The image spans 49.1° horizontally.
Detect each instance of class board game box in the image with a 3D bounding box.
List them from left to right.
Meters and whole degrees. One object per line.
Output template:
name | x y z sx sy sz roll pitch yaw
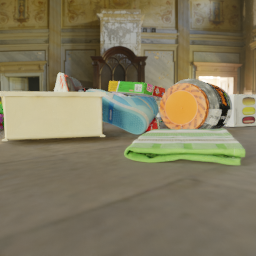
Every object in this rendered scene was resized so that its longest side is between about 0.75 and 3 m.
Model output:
board game box | 0.298 -1.127 8.271 1.137 0.300 1.487 8 5 29

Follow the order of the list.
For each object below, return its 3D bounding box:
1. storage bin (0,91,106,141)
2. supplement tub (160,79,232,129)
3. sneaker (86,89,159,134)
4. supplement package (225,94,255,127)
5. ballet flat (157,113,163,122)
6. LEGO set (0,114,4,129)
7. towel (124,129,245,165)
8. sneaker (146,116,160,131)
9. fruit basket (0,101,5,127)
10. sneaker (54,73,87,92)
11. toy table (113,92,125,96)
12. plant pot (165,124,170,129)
storage bin | -2.029 -0.305 7.599 2.410 1.129 2.392 -3 2 -18
supplement tub | 2.150 -0.614 8.712 1.705 1.705 2.783 3 5 30
sneaker | -0.121 -0.793 9.461 2.505 0.996 1.636 30 40 19
supplement package | 5.092 -0.799 12.771 2.528 1.438 1.385 -4 4 -30
ballet flat | 1.759 -0.633 16.568 0.557 0.557 1.550 0 5 3
LEGO set | -4.488 -0.473 11.818 0.874 0.940 2.291 5 7 43
towel | 1.131 0.350 5.600 1.950 0.401 2.614 -1 6 14
sneaker | 0.533 -0.090 10.158 0.721 0.654 1.699 -20 8 -26
fruit basket | -5.876 -0.673 12.515 1.660 1.197 1.660 12 13 -3
sneaker | -1.799 -1.180 9.434 1.215 1.144 2.968 13 20 -20
toy table | -0.440 -1.236 16.968 2.092 1.923 1.225 33 16 -2
plant pot | 1.718 -0.052 10.182 0.769 0.355 0.769 -1 4 0
